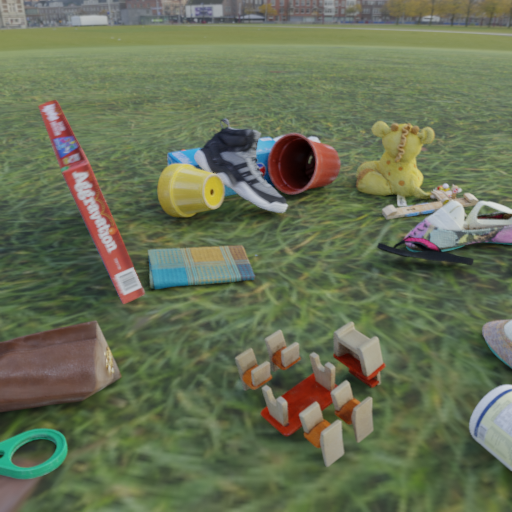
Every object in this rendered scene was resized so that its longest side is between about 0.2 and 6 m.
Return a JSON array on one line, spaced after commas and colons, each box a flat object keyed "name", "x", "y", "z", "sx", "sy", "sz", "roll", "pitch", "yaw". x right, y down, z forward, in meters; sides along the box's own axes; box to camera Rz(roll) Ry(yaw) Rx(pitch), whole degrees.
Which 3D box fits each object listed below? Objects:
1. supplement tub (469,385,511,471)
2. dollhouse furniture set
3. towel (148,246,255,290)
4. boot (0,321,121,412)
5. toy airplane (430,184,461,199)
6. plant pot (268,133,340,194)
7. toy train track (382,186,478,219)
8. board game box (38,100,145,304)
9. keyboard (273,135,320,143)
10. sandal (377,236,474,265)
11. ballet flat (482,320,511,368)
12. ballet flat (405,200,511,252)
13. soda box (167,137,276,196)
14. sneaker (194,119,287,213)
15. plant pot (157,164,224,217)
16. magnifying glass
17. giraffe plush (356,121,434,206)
[{"name": "supplement tub", "x": 3.004, "y": 2.022, "z": 6.135, "sx": 0.783, "sy": 0.783, "sz": 1.080, "roll": -13, "pitch": 30, "yaw": -25}, {"name": "dollhouse furniture set", "x": 0.844, "y": 1.662, "z": 7.101, "sx": 1.675, "sy": 0.873, "sz": 1.694, "roll": -29, "pitch": 37, "yaw": -26}, {"name": "towel", "x": -1.062, "y": 0.192, "z": 10.488, "sx": 1.881, "sy": 0.204, "sz": 1.379, "roll": -3, "pitch": 27, "yaw": -10}, {"name": "boot", "x": -3.159, "y": 1.768, "z": 6.589, "sx": 3.130, "sy": 1.005, "sz": 2.917, "roll": -3, "pitch": 28, "yaw": -16}, {"name": "toy airplane", "x": 4.641, "y": -1.543, "z": 13.707, "sx": 0.604, "sy": 0.428, "sz": 0.607, "roll": 13, "pitch": 38, "yaw": 33}, {"name": "plant pot", "x": 1.313, "y": -2.306, "z": 14.155, "sx": 1.479, "sy": 1.479, "sz": 1.438, "roll": 21, "pitch": 19, "yaw": 36}, {"name": "toy train track", "x": 4.043, "y": -1.228, "z": 12.940, "sx": 2.297, "sy": 0.374, "sz": 1.317, "roll": -10, "pitch": 39, "yaw": -10}, {"name": "board game box", "x": -3.218, "y": -1.265, "z": 10.578, "sx": 0.467, "sy": 2.470, "sz": 4.798, "roll": -23, "pitch": 33, "yaw": -13}, {"name": "keyboard", "x": 0.136, "y": -3.086, "z": 17.138, "sx": 1.386, "sy": 0.262, "sz": 4.923, "roll": 13, "pitch": 28, "yaw": 35}, {"name": "sandal", "x": 3.181, "y": -0.140, "z": 10.554, "sx": 1.797, "sy": 0.405, "sz": 0.675, "roll": 8, "pitch": 4, "yaw": 3}, {"name": "ballet flat", "x": 3.912, "y": 1.331, "z": 7.438, "sx": 0.868, "sy": 0.858, "sz": 2.550, "roll": -4, "pitch": 26, "yaw": -10}, {"name": "ballet flat", "x": 4.310, "y": -0.657, "z": 11.328, "sx": 2.671, "sy": 0.950, "sz": 0.923, "roll": -4, "pitch": 33, "yaw": -6}, {"name": "soda box", "x": -0.688, "y": -2.214, "z": 14.301, "sx": 3.038, "sy": 1.030, "sz": 0.975, "roll": -15, "pitch": 37, "yaw": -28}, {"name": "sneaker", "x": -0.108, "y": -2.071, "z": 12.699, "sx": 2.438, "sy": 1.388, "sz": 0.920, "roll": 34, "pitch": 13, "yaw": 1}, {"name": "plant pot", "x": -1.379, "y": -1.439, "z": 12.448, "sx": 1.133, "sy": 1.205, "sz": 1.205, "roll": 7, "pitch": 26, "yaw": 34}, {"name": "magnifying glass", "x": -2.979, "y": 2.292, "z": 6.313, "sx": 1.618, "sy": 0.181, "sz": 0.644, "roll": -3, "pitch": 27, "yaw": -11}, {"name": "giraffe plush", "x": 3.535, "y": -2.486, "z": 14.046, "sx": 1.935, "sy": 1.819, "sz": 2.243, "roll": -3, "pitch": 27, "yaw": -7}]
